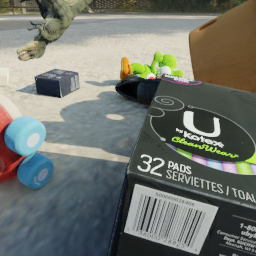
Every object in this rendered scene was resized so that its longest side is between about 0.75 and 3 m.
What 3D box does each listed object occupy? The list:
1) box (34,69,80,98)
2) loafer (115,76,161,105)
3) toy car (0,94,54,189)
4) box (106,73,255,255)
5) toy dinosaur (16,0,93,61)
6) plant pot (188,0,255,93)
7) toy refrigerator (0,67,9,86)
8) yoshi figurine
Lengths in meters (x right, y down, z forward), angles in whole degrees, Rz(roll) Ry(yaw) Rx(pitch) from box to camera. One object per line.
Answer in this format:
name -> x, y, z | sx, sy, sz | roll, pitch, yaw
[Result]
box -> -2.527, -1.635, 10.085 | 1.119, 0.668, 1.137 | 12, 29, 23
loafer -> 0.705, -1.088, 8.773 | 0.971, 0.939, 2.766 | -24, 30, -36
toy car -> -2.723, 0.550, 4.766 | 1.892, 1.816, 2.053 | 26, 47, 23
box -> 1.140, 0.720, 3.689 | 2.223, 1.861, 2.994 | 15, 27, 6
toy dinosaur -> -1.291, -2.161, 4.983 | 2.188, 0.964, 0.519 | -40, 18, 5
plant pot -> 2.645, -1.471, 6.541 | 2.077, 2.968, 2.968 | -10, 22, 21
toy refrigerator -> -5.056, -2.051, 11.204 | 0.484, 0.446, 1.274 | -2, 27, -20
yoshi figurine -> 0.912, -2.311, 10.816 | 2.412, 1.351, 1.356 | 1, 20, -5
